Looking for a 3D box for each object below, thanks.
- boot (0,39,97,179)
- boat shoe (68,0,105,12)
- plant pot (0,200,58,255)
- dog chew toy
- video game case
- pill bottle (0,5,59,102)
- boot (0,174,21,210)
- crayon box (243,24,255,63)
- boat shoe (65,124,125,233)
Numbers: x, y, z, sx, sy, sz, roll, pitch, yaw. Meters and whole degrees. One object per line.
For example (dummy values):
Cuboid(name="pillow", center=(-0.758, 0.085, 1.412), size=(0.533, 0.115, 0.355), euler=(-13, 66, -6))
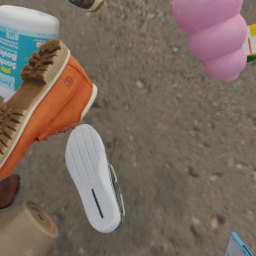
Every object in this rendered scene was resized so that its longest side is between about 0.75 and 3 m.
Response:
Cuboid(name="boot", center=(-1.543, -0.086, 5.049), size=(1.010, 1.444, 2.693), euler=(20, 72, 40))
Cuboid(name="boat shoe", center=(-1.022, -3.552, 5.452), size=(0.862, 0.793, 2.414), euler=(-7, 96, 34))
Cuboid(name="plant pot", center=(-2.346, 2.415, 5.748), size=(1.593, 1.827, 1.827), euler=(-43, 82, -7))
Cuboid(name="dog chew toy", center=(1.860, -2.080, 5.969), size=(1.414, 1.414, 2.270), euler=(-26, 105, -5))
Cuboid(name="video game case", center=(1.834, 2.176, 4.286), size=(0.083, 0.668, 0.934), euler=(-12, 35, -15))
Cuboid(name="pill bottle", center=(-2.295, -1.419, 6.246), size=(1.246, 1.246, 2.250), euler=(16, 114, 3))
Cuboid(name="boot", center=(-3.071, 1.251, 5.419), size=(1.446, 1.536, 0.526), euler=(-35, 52, 20))
Cuboid(name="crayon box", center=(3.065, -2.017, 6.576), size=(1.318, 0.340, 0.829), euler=(-8, 67, 24))
Cuboid(name="boat shoe", center=(-0.791, 1.197, 6.735), size=(0.964, 0.949, 2.675), euler=(-22, 63, 7))
